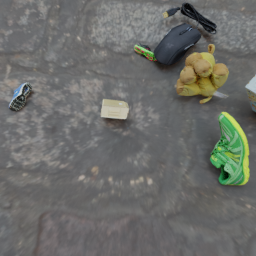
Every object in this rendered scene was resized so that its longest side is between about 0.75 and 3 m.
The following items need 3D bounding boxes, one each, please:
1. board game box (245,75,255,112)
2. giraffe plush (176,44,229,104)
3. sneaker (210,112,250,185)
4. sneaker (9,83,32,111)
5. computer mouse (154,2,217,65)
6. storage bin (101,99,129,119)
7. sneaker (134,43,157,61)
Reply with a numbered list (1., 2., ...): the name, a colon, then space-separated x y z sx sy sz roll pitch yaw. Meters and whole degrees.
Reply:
1. board game box: 3.932 -0.885 7.647 0.845 1.640 0.860 -49 56 5
2. giraffe plush: 2.230 -1.719 8.291 1.714 1.479 1.390 23 52 -35
3. sneaker: 2.551 0.631 7.154 0.882 0.781 2.109 -15 110 3
4. sneaker: -3.324 -0.953 8.588 0.433 0.382 0.971 14 69 46
5. computer mouse: 1.591 -3.221 9.078 2.441 0.562 1.714 -38 73 -14
6. storage bin: -0.388 -0.553 8.101 0.756 0.762 0.357 6 107 -6
7. sneaker: 0.656 -2.551 9.269 0.917 0.352 0.384 34 63 6
